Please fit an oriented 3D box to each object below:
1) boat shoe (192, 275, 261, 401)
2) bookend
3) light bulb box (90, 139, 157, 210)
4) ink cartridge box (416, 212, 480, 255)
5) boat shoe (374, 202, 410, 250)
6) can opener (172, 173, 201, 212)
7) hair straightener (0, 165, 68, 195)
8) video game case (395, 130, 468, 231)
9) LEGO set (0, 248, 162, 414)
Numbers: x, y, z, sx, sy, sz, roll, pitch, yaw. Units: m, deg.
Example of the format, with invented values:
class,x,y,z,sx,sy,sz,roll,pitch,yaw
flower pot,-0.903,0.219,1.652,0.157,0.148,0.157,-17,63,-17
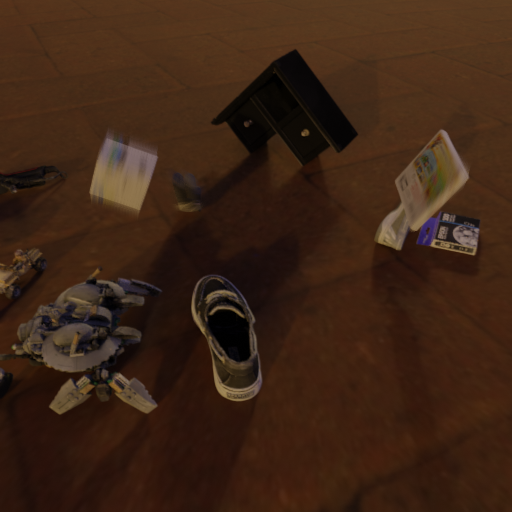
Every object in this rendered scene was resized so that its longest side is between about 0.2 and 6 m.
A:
class,x,y,z,sx,sy,sz,roll,pitch,yaw
boat shoe,-0.443,0.998,8.784,0.931,0.838,2.634,-10,37,-13
bookend,0.669,-3.243,14.119,2.605,2.589,1.200,-30,11,44
light bulb box,-2.291,-1.392,9.673,0.913,0.905,0.570,19,52,-14
ink cartridge box,3.929,-0.498,11.398,1.127,0.245,1.116,12,38,18
boat shoe,3.131,-0.773,11.432,0.612,0.704,1.910,33,51,24
can opener,-1.391,-1.343,11.395,0.465,1.743,0.583,3,73,-1
hair straightener,-5.514,-1.589,12.832,2.429,0.497,0.935,-15,38,-26
video game case,3.304,-1.458,10.713,0.178,1.412,1.552,22,39,-20
LEGO set,-3.131,0.843,8.656,4.397,1.246,2.856,15,39,20
